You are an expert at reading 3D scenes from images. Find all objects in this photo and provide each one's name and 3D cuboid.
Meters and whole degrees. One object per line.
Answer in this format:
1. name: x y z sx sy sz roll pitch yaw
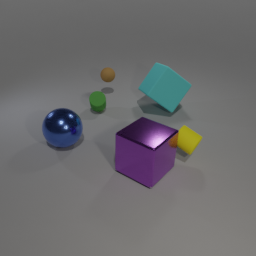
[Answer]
1. cylinder: 1.893 0.382 8.958 0.700 0.700 0.700 36 43 17
2. cube: 1.528 -1.741 11.889 1.400 1.400 1.400 31 9 -23
3. cube: 0.565 0.697 8.662 1.400 1.400 1.400 23 36 31
4. ball: -2.297 -0.005 9.848 1.400 1.400 1.400 0 32 0
5. ball: -0.951 -2.506 13.223 0.700 0.700 0.700 0 32 0
6. cylinder: -1.292 -1.132 12.020 0.700 0.700 0.700 1 74 -3
